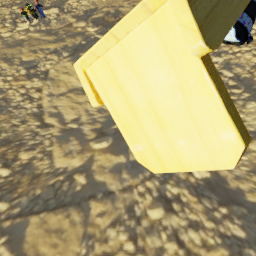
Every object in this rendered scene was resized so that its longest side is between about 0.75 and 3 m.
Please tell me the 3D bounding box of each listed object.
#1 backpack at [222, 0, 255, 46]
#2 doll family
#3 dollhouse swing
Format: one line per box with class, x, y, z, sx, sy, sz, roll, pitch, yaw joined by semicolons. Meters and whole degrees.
backpack;2.571;-2.912;6.935;1.144;1.553;1.701;19;17;29
doll family;-2.934;-3.615;8.657;0.382;0.563;0.974;-18;20;25
dollhouse swing;0.728;-0.849;3.997;2.080;2.366;2.150;47;59;-16
